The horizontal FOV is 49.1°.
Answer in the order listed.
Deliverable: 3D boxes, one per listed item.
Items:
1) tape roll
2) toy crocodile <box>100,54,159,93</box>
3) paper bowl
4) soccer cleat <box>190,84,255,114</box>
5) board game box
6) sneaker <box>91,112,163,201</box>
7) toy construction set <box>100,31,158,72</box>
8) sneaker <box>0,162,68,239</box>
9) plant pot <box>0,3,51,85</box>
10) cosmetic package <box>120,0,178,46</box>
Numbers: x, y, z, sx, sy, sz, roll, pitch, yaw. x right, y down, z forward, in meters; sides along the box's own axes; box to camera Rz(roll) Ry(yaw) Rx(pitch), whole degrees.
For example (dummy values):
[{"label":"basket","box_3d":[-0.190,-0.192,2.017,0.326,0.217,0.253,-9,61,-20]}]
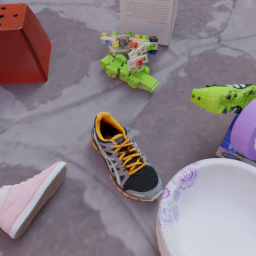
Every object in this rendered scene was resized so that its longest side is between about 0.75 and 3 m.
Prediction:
[{"label":"tape roll","box_3d":[3.390,0.012,7.169,1.622,1.622,0.532,-28,40,-19]},{"label":"toy crocodile","box_3d":[-0.002,-1.915,9.904,2.364,0.730,0.798,28,64,15]},{"label":"paper bowl","box_3d":[2.100,2.286,6.246,2.960,1.539,2.960,0,55,0]},{"label":"soccer cleat","box_3d":[2.808,-0.878,7.841,2.723,0.919,1.104,-6,24,-45]},{"label":"board game box","box_3d":[4.251,0.333,8.316,2.469,0.509,2.475,26,58,18]},{"label":"sneaker","box_3d":[-0.143,0.738,7.654,1.145,1.130,2.925,-32,62,-23]},{"label":"toy construction set","box_3d":[0.136,-2.890,9.996,1.558,1.095,2.376,-9,38,-26]},{"label":"sneaker","box_3d":[-2.592,1.569,7.211,1.145,0.824,2.190,28,63,13]},{"label":"plant pot","box_3d":[-4.125,-3.046,9.876,2.257,1.991,2.259,-5,54,-3]},{"label":"cosmetic package","box_3d":[0.897,-4.943,10.931,2.057,2.495,2.059,11,55,8]}]
